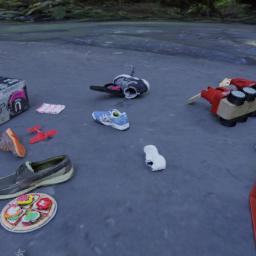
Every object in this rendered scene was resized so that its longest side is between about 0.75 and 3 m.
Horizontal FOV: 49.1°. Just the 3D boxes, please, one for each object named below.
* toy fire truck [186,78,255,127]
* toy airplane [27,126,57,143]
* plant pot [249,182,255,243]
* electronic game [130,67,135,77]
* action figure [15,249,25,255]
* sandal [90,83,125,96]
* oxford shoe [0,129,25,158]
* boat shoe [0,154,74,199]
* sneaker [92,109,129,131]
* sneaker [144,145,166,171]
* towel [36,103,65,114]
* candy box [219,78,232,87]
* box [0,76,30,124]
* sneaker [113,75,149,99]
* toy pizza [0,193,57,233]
[{"bbox_3d":[4.361,-1.415,12.864,2.639,1.929,2.998,-18,42,-30],"label":"toy fire truck"},{"bbox_3d":[-3.425,0.197,11.000,1.268,0.233,1.268,1,25,-1],"label":"toy airplane"},{"bbox_3d":[4.159,1.694,6.162,1.957,2.219,2.221,17,30,8],"label":"plant pot"},{"bbox_3d":[0.221,-3.115,16.698,0.210,1.010,1.010,14,27,-3],"label":"electronic game"},{"bbox_3d":[-2.189,2.896,5.421,0.911,0.486,1.400,-10,25,-7],"label":"action figure"},{"bbox_3d":[-0.872,-2.070,14.564,2.351,0.530,0.883,5,15,-39],"label":"sandal"},{"bbox_3d":[-4.131,0.656,9.912,0.615,0.602,1.688,-38,40,-12],"label":"oxford shoe"},{"bbox_3d":[-2.821,1.312,8.092,2.441,0.802,0.872,-13,29,-19],"label":"boat shoe"},{"bbox_3d":[-0.726,-0.484,11.813,1.861,0.717,0.705,16,32,30],"label":"sneaker"},{"bbox_3d":[0.785,0.966,9.267,0.543,0.464,1.246,-15,29,-17],"label":"sneaker"},{"bbox_3d":[-3.657,-0.926,13.294,1.128,0.169,0.826,5,28,10],"label":"towel"},{"bbox_3d":[6.150,-2.046,14.981,2.274,0.629,1.313,16,31,28],"label":"candy box"},{"bbox_3d":[-5.866,-1.155,12.302,1.702,1.477,2.575,11,30,17],"label":"box"},{"bbox_3d":[-0.065,-2.206,14.908,2.212,0.835,1.259,15,35,28],"label":"sneaker"},{"bbox_3d":[-2.565,2.101,7.238,1.412,0.224,1.412,0,27,0],"label":"toy pizza"}]
